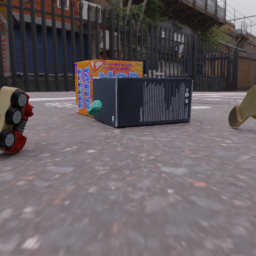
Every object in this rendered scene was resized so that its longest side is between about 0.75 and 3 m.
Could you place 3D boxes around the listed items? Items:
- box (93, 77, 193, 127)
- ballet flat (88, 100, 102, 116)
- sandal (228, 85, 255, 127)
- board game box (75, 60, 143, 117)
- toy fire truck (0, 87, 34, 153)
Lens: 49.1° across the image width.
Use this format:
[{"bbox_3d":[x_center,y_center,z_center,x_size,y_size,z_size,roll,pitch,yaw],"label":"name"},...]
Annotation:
[{"bbox_3d":[0.438,-0.985,9.676,2.843,1.522,2.110,-5,12,-27],"label":"box"},{"bbox_3d":[-0.778,-0.493,6.645,0.255,0.267,0.758,5,-12,-20],"label":"ballet flat"},{"bbox_3d":[3.513,-0.559,7.593,0.700,0.780,2.128,2,-19,-6],"label":"sandal"},{"bbox_3d":[-0.869,-1.698,12.025,2.201,2.202,2.201,-5,10,-29],"label":"board game box"},{"bbox_3d":[-2.257,-0.076,5.568,0.849,1.162,1.320,9,-13,16],"label":"toy fire truck"}]
